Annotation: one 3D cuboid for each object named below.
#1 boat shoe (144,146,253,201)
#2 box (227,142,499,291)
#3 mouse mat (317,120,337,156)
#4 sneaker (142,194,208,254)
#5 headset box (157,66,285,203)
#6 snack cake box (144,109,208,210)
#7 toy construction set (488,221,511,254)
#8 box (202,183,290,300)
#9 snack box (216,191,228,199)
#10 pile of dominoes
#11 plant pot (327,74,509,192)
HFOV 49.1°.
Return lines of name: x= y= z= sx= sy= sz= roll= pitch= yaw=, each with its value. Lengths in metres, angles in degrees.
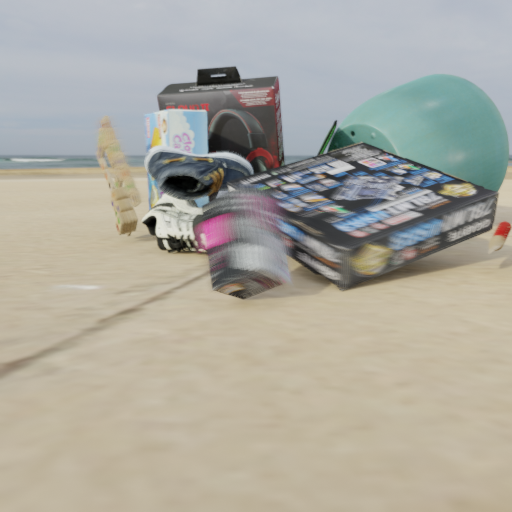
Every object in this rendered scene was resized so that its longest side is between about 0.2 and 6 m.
boat shoe: x=-0.858 y=-1.305 z=9.653 sx=2.057 sy=0.728 sz=0.934 roll=2 pitch=36 yaw=-31
box: x=1.488 y=-0.775 z=8.410 sx=2.888 sy=0.717 sz=2.866 roll=-20 pitch=35 yaw=-26
mouse mat: x=1.093 y=-1.645 z=12.073 sx=0.122 sy=2.618 sz=3.253 roll=28 pitch=12 yaw=3
sneaker: x=-1.117 y=-0.335 z=9.503 sx=1.040 sy=0.898 sz=2.374 roll=-41 pitch=39 yaw=-13
headset box: x=-0.701 y=-2.579 z=13.050 sx=2.622 sy=3.528 sz=1.323 roll=-1 pitch=28 yaw=8
snack cake box: x=-1.630 y=-1.646 z=11.468 sx=0.854 sy=2.541 sz=1.461 roll=-5 pitch=11 yaw=-26
toy construction set: x=4.135 y=-0.272 z=7.063 sx=2.322 sy=1.936 sz=1.784 roll=-17 pitch=10 yaw=38
box: x=-0.108 y=-0.148 z=6.291 sx=0.701 sy=1.061 sz=0.608 roll=-23 pitch=-26 yaw=29
snack box: x=0.890 y=-0.673 z=9.906 sx=3.570 sy=0.434 sz=1.283 roll=5 pitch=51 yaw=20
pile of dominoes: x=-2.820 y=-1.516 z=10.846 sx=0.350 sy=2.200 sz=1.715 roll=-17 pitch=-18 yaw=-24
plant pot: x=3.207 y=-2.069 z=12.263 sx=2.749 sy=3.426 sz=3.426 roll=-21 pitch=20 yaw=-35
